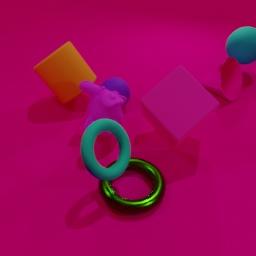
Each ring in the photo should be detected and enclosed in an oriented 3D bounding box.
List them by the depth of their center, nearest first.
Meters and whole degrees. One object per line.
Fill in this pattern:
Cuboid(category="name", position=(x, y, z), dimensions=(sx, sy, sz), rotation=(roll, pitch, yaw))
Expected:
Cuboid(category="ring", position=(-0.399, 0.410, 5.366), dimensions=(0.236, 1.182, 1.182), rotation=(-9, 25, 45))
Cuboid(category="ring", position=(0.088, 1.177, 5.927), dimensions=(1.434, 0.287, 1.434), rotation=(2, 40, -2))

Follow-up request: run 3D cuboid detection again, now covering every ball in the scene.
Cuboid(category="ball", position=(-0.388, -0.999, 8.131), dimensions=(0.928, 0.928, 0.928), rotation=(0, 39, 0))
Cuboid(category="ball", position=(3.964, -2.771, 9.481), dimensions=(1.236, 1.236, 1.236), rotation=(0, 39, 0))

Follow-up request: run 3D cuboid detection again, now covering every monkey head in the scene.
Cuboid(category="monkey head", position=(-0.733, -0.471, 6.982), dimensions=(1.342, 1.124, 1.866), rotation=(29, 19, -1))

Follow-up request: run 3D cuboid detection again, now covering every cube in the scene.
Cuboid(category="cube", position=(1.149, -0.439, 6.571), dimensions=(1.236, 1.236, 1.236), rotation=(-41, 78, -3))

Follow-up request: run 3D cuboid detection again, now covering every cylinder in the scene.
Cuboid(category="cylinder", position=(-1.800, -1.587, 8.106), dimensions=(1.292, 1.292, 1.292), rotation=(-32, 22, 14))

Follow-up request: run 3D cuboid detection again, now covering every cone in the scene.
Cuboid(category="cone", position=(2.728, -1.507, 8.990), dimensions=(1.317, 1.317, 1.322), rotation=(-34, 24, -35))
